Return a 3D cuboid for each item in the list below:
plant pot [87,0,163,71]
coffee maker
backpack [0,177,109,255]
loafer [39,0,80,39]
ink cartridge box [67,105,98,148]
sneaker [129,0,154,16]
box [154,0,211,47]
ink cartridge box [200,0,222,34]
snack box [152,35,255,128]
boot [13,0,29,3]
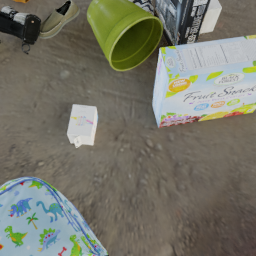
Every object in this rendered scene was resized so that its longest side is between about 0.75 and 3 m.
[{"bbox_3d":[-0.274,-3.105,8.591,1.942,1.942,1.870,-33,69,-15],"label":"plant pot"},{"bbox_3d":[-3.654,-3.254,9.175,1.275,0.859,1.225,23,81,23],"label":"coffee maker"},{"bbox_3d":[-1.924,2.430,6.082,2.325,2.191,2.850,-30,56,-9],"label":"backpack"},{"bbox_3d":[-2.463,-3.781,9.578,1.736,0.605,0.653,-44,71,-7],"label":"loafer"},{"bbox_3d":[-1.259,-0.016,7.830,0.662,0.679,1.056,5,66,2],"label":"ink cartridge box"},{"bbox_3d":[-0.009,-4.445,9.914,1.913,0.764,1.245,4,59,6],"label":"sneaker"},{"bbox_3d":[1.570,-3.824,8.504,0.677,2.719,2.144,-16,66,-9],"label":"box"},{"bbox_3d":[2.288,-4.100,9.551,1.071,1.076,1.466,-13,66,-7],"label":"ink cartridge box"},{"bbox_3d":[2.215,-1.143,7.364,2.930,2.471,0.992,-10,64,-5],"label":"snack box"},{"bbox_3d":[-3.952,-5.156,10.481,0.816,0.401,1.140,13,69,0],"label":"boot"}]
